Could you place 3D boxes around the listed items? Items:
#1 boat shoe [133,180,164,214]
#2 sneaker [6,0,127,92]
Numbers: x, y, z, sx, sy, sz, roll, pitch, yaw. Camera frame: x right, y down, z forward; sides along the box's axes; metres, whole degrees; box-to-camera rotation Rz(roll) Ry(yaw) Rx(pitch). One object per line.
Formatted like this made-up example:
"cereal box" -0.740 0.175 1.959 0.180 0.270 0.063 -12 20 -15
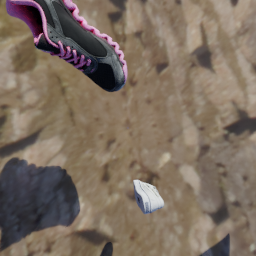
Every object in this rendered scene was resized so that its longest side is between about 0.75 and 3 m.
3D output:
"boat shoe" 0.411 1.394 5.891 0.455 1.385 0.498 -8 91 -8
"sneaker" -1.174 -1.627 5.399 2.728 1.078 1.301 47 48 -14
